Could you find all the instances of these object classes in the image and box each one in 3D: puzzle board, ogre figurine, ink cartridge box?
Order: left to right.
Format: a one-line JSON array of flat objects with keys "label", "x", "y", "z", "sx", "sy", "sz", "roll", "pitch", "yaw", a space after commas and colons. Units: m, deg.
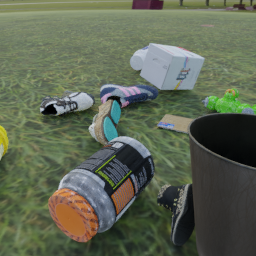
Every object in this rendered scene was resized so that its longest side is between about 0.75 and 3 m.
[{"label": "ink cartridge box", "x": 1.984, "y": -2.763, "z": 12.743, "sx": 2.204, "sy": 1.594, "sz": 1.601, "roll": -6, "pitch": 35, "yaw": -39}, {"label": "puzzle board", "x": 1.861, "y": -0.134, "z": 10.181, "sx": 1.365, "sy": 0.119, "sz": 1.029, "roll": 12, "pitch": 32, "yaw": 23}, {"label": "ogre figurine", "x": 3.907, "y": -0.740, "z": 10.248, "sx": 1.554, "sy": 1.272, "sz": 2.593, "roll": -3, "pitch": 38, "yaw": -45}]

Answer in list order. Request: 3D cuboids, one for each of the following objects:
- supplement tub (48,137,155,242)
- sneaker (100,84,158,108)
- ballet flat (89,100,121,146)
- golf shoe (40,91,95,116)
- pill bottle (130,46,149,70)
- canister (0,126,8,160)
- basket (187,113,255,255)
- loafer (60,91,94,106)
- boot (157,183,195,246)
[{"label": "supplement tub", "x": -0.515, "y": 1.272, "z": 6.208, "sx": 1.429, "sy": 1.429, "sz": 2.333, "roll": 17, "pitch": 33, "yaw": 28}, {"label": "sneaker", "x": 0.065, "y": -1.220, "z": 11.672, "sx": 2.467, "sy": 0.866, "sz": 1.012, "roll": -1, "pitch": 50, "yaw": -3}, {"label": "ballet flat", "x": -0.813, "y": -0.071, "z": 9.495, "sx": 0.904, "sy": 0.976, "sz": 2.768, "roll": -22, "pitch": 22, "yaw": 15}, {"label": "golf shoe", "x": -2.329, "y": -0.812, "z": 10.805, "sx": 2.137, "sy": 0.831, "sz": 1.010, "roll": -8, "pitch": 33, "yaw": 6}, {"label": "pill bottle", "x": 0.982, "y": -4.015, "z": 16.199, "sx": 1.157, "sy": 1.157, "sz": 2.085, "roll": 15, "pitch": 32, "yaw": 25}, {"label": "canister", "x": -4.315, "y": 0.946, "z": 7.208, "sx": 1.876, "sy": 1.093, "sz": 2.527, "roll": -5, "pitch": 30, "yaw": -8}, {"label": "basket", "x": 2.079, "y": 1.300, "z": 4.929, "sx": 2.352, "sy": 2.609, "sz": 1.774, "roll": 14, "pitch": 31, "yaw": 22}, {"label": "loafer", "x": -2.132, "y": -1.110, "z": 11.584, "sx": 1.638, "sy": 0.616, "sz": 0.571, "roll": 12, "pitch": 43, "yaw": 29}, {"label": "boot", "x": 1.009, "y": 1.827, "z": 6.128, "sx": 0.464, "sy": 1.285, "sz": 0.971, "roll": 29, "pitch": -21, "yaw": -25}]
